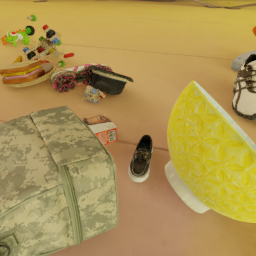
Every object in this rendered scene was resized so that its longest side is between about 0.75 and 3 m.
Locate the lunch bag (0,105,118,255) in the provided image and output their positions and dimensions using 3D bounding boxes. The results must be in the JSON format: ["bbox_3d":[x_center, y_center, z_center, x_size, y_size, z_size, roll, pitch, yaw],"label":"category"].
[{"bbox_3d":[-1.558,0.857,4.794,2.058,1.709,2.453,-15,36,-25],"label":"lunch bag"}]

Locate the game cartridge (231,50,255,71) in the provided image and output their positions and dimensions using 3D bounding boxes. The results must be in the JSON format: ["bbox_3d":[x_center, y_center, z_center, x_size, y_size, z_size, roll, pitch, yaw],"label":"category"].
[{"bbox_3d":[5.308,-2.628,11.248,2.373,0.485,1.579,-24,44,-32],"label":"game cartridge"}]

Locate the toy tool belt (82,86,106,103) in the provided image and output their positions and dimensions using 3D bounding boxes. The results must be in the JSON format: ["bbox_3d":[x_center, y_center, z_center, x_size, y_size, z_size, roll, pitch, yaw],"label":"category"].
[{"bbox_3d":[-1.089,-0.962,8.787,0.804,0.502,0.494,25,79,38],"label":"toy tool belt"}]

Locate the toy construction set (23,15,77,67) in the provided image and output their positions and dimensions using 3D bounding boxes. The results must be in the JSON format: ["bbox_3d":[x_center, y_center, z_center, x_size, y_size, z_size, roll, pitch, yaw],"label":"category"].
[{"bbox_3d":[-3.082,-3.429,11.719,2.115,1.764,1.625,30,27,7],"label":"toy construction set"}]

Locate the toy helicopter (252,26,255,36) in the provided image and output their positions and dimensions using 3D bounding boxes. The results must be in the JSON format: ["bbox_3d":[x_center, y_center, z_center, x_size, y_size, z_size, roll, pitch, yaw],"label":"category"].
[{"bbox_3d":[3.049,-1.106,4.346,1.022,1.714,2.591,-37,13,25],"label":"toy helicopter"}]

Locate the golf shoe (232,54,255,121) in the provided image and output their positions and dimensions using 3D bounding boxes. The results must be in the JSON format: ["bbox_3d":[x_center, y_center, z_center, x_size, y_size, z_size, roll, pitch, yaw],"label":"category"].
[{"bbox_3d":[3.747,-1.275,8.376,1.125,1.367,2.893,5,35,6],"label":"golf shoe"}]

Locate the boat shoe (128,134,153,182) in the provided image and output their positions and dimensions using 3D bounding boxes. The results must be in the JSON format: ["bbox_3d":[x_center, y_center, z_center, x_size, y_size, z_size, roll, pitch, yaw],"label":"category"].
[{"bbox_3d":[0.328,0.620,6.306,0.476,0.451,1.362,10,35,14],"label":"boat shoe"}]

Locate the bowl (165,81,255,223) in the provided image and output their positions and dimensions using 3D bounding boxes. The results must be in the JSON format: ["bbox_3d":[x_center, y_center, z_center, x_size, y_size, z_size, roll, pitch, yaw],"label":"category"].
[{"bbox_3d":[1.555,0.643,5.035,2.760,1.485,2.760,41,19,-18],"label":"bowl"}]

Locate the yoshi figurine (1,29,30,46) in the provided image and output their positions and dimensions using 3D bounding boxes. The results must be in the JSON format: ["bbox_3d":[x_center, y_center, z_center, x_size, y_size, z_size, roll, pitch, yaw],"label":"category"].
[{"bbox_3d":[-5.433,-4.361,13.837,1.392,0.782,0.779,-9,-9,11],"label":"yoshi figurine"}]

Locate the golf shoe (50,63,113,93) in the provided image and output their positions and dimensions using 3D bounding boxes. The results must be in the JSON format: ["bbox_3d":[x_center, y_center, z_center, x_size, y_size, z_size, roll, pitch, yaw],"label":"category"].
[{"bbox_3d":[-1.620,-1.890,9.797,2.177,0.790,1.002,-13,34,-18],"label":"golf shoe"}]

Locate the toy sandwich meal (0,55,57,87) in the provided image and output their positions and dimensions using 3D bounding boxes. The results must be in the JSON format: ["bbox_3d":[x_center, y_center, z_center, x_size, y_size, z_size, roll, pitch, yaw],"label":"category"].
[{"bbox_3d":[-3.600,-2.112,9.931,2.184,0.748,2.184,-8,32,5],"label":"toy sandwich meal"}]

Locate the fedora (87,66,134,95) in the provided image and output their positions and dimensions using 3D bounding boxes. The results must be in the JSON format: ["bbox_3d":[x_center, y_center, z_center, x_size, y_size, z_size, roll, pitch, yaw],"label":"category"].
[{"bbox_3d":[-0.619,-1.476,9.008,1.549,0.707,1.549,16,10,-3],"label":"fedora"}]

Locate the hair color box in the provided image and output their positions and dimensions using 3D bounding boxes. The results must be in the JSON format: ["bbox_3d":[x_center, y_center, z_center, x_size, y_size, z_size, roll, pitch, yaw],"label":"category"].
[{"bbox_3d":[-1.114,0.147,7.005,1.498,0.479,0.831,-15,36,-23],"label":"hair color box"}]
